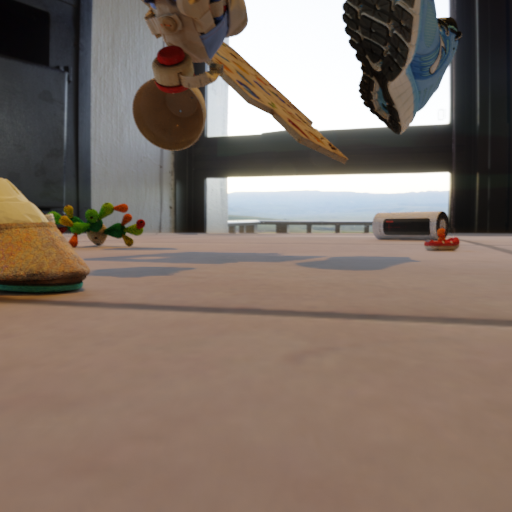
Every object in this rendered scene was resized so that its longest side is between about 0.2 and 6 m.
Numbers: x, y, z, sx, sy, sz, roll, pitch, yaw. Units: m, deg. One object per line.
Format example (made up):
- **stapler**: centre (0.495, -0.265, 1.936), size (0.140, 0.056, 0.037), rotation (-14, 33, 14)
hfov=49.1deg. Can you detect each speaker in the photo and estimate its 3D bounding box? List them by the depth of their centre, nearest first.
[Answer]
- **speaker**: centre (5.861, -1.146, 21.448), size (2.720, 1.105, 1.105), rotation (3, 4, 43)

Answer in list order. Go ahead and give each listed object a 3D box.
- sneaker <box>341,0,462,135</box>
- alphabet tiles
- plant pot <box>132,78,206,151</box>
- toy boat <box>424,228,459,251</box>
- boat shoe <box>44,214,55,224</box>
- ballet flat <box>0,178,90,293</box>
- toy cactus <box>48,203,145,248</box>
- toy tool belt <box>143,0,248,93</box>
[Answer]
- **sneaker**: centre (2.242, -3.264, 8.247), size (1.479, 1.289, 3.288), rotation (-41, -22, -3)
- **alphabet tiles**: centre (-0.097, -2.964, 9.506), size (3.870, 0.146, 3.235), rotation (49, 20, 21)
- **plant pot**: centre (-1.902, -3.496, 13.225), size (1.714, 1.714, 1.151), rotation (1, 32, 12)
- **toy boat**: centre (3.946, -0.347, 11.880), size (0.733, 0.479, 0.478), rotation (-1, 3, -14)
- **boat shoe**: centre (-5.789, -0.740, 12.308), size (2.847, 1.214, 1.052), rotation (-2, 4, -40)
- **ballet flat**: centre (-2.504, -0.216, 4.921), size (2.763, 0.929, 0.940), rotation (2, 5, 35)
- **toy cactus**: centre (-4.069, -0.628, 14.383), size (2.387, 1.220, 1.969), rotation (-3, -15, -12)
- **toy tool belt**: centre (-0.775, -2.874, 6.298), size (1.204, 1.929, 1.185), rotation (9, -38, 14)
